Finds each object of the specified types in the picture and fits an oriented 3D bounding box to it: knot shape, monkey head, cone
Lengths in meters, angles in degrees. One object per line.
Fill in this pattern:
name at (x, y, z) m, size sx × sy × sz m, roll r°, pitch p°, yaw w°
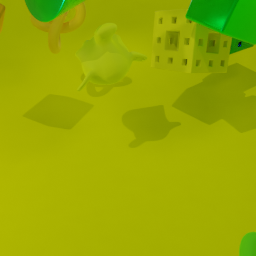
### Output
knot shape at (1.559, 1.570, 2.948) m, size 1.075 × 1.148 × 0.531 m, roll -21°, pitch 24°, yaw -19°
knot shape at (-1.872, -3.078, 7.671) m, size 0.817 × 1.655 × 1.769 m, roll 5°, pitch 61°, yaw -51°
monkey head at (-0.402, -1.455, 5.698) m, size 1.730 × 1.244 × 1.042 m, roll -29°, pitch 91°, yaw -19°
cone at (-1.003, -2.641, 5.200) m, size 1.353 × 1.353 × 1.359 m, roll 34°, pitch 32°, yaw 30°

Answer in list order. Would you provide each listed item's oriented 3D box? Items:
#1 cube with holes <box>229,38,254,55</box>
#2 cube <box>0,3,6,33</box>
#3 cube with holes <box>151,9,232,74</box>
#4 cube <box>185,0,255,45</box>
cube with holes at (2.768, -2.995, 8.034) m, size 1.291 × 1.291 × 1.291 m, roll -22°, pitch 40°, yaw -24°
cube at (-3.533, -2.219, 6.073) m, size 1.199 × 1.199 × 1.199 m, roll 26°, pitch 73°, yaw -23°
cube with holes at (1.607, -2.181, 7.116) m, size 1.392 × 1.392 × 1.392 m, roll -10°, pitch 21°, yaw -36°
cube at (2.065, -2.456, 5.509) m, size 1.134 × 1.134 × 1.134 m, roll 2°, pitch 31°, yaw -34°
